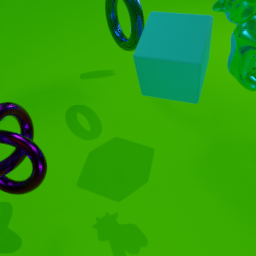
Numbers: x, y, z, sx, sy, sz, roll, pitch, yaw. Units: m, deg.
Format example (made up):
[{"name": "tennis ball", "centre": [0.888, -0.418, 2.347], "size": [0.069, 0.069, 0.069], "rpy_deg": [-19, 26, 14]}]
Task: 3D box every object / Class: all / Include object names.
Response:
[{"name": "cube", "centre": [0.932, -1.392, 5.606], "size": [1.223, 1.223, 1.223], "rpy_deg": [11, 64, 17]}, {"name": "knot shape", "centre": [-2.229, 0.411, 4.676], "size": [1.496, 0.739, 1.599], "rpy_deg": [-11, 84, -29]}, {"name": "ring", "centre": [-0.101, -2.589, 6.629], "size": [0.309, 1.544, 1.544], "rpy_deg": [-23, 53, -22]}, {"name": "cow figurine", "centre": [1.573, -1.225, 3.753], "size": [0.645, 1.174, 1.156], "rpy_deg": [-22, 55, -22]}]
